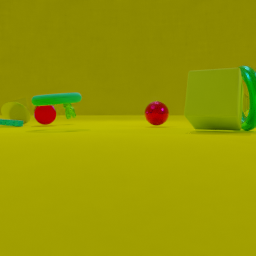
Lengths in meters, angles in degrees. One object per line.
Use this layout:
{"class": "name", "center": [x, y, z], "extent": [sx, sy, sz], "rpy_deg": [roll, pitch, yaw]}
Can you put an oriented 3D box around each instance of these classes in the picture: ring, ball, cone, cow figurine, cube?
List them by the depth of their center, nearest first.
{"class": "cube", "center": [2.175, -0.668, 6.986], "extent": [1.194, 1.194, 1.194], "rpy_deg": [2, -16, 26]}
{"class": "ring", "center": [3.033, -0.771, 7.306], "extent": [0.339, 1.694, 1.694], "rpy_deg": [-7, 3, -1]}
{"class": "ring", "center": [-1.944, -0.791, 7.679], "extent": [1.339, 0.268, 1.339], "rpy_deg": [-5, 7, 1]}
{"class": "ball", "center": [0.991, -0.502, 9.665], "extent": [0.847, 0.847, 0.847], "rpy_deg": [0, 3, 0]}
{"class": "cone", "center": [-4.322, -0.911, 11.295], "extent": [1.128, 1.128, 1.133], "rpy_deg": [0, 40, 4]}
{"class": "cow figurine", "center": [-2.516, -0.841, 11.989], "extent": [0.511, 0.915, 0.930], "rpy_deg": [-12, 6, -3]}

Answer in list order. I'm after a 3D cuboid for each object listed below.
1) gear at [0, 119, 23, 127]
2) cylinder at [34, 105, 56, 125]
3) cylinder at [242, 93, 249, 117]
{"class": "gear", "center": [-4.209, -0.193, 9.649], "extent": [1.109, 0.205, 1.109], "rpy_deg": [4, -1, 0]}
{"class": "cylinder", "center": [-3.079, -0.564, 10.385], "extent": [0.776, 0.776, 0.776], "rpy_deg": [-1, 12, -19]}
{"class": "cylinder", "center": [3.994, -0.737, 9.766], "extent": [0.758, 0.758, 0.758], "rpy_deg": [-3, 44, -42]}
